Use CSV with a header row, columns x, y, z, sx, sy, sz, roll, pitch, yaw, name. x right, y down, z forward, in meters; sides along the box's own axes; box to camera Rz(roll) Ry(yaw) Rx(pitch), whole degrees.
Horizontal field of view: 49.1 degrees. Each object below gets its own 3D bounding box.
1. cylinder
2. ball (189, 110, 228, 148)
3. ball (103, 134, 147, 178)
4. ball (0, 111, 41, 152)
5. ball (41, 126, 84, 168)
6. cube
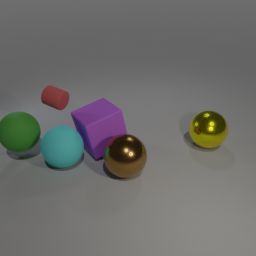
x,y,z,sx,sy,sz,roll,pitch,yaw,name
-2.506,-1.045,9.668,0.700,0.700,0.700,22,35,15,cylinder
2.966,0.053,10.335,1.400,1.400,1.400,0,30,0,ball
-0.088,0.885,8.949,1.400,1.400,1.400,0,30,0,ball
-3.737,0.132,9.638,1.400,1.400,1.400,0,30,0,ball
-2.195,0.622,9.375,1.400,1.400,1.400,0,30,0,ball
-0.999,-0.026,10.036,1.400,1.400,1.400,-27,35,-20,cube
